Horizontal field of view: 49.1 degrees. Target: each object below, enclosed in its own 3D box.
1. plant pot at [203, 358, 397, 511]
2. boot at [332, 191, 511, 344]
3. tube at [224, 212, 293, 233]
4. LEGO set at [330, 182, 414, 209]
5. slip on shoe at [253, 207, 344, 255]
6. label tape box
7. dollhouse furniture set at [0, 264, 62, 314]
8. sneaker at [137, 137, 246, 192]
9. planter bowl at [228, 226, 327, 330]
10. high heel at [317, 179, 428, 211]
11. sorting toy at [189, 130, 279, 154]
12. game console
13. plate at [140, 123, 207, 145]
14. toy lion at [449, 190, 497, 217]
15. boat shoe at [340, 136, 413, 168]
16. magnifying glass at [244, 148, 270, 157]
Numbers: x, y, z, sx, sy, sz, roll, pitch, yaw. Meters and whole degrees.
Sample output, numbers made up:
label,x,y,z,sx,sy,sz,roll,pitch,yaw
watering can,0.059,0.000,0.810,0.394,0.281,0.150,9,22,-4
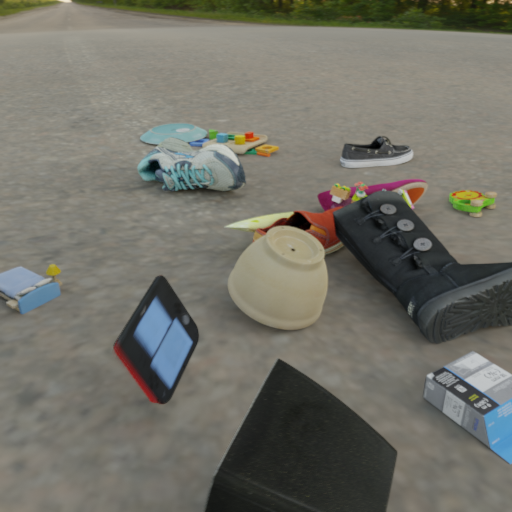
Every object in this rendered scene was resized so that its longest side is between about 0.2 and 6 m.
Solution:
label,x,y,z,sx,sy,sz,roll,pitch,yaw
plant pot,0.420,2.286,5.335,1.443,1.627,1.623,22,33,12
boot,3.175,-0.079,9.814,2.673,1.064,3.243,-10,34,-17
tube,0.225,-0.636,11.212,1.691,0.490,0.439,-8,58,-40
LEGO set,2.511,-1.063,11.497,1.037,0.839,2.255,-19,50,-22
slip on shoe,1.031,-0.506,11.050,2.737,0.837,1.014,-22,37,-32
label tape box,2.982,1.866,7.137,0.968,0.425,1.343,-17,33,-29
dollhouse furniture set,-4.431,0.236,9.451,1.593,1.101,1.688,21,34,33
sneaker,-1.641,-1.998,13.828,3.195,1.240,1.379,16,43,39
planter bowl,0.460,0.223,9.001,1.631,1.098,1.631,13,35,-9
high heel,2.677,-1.468,12.800,2.493,0.840,1.198,-17,44,-23
sorting toy,-0.626,-3.579,17.153,2.894,0.394,1.630,11,30,24
game console,-1.198,1.063,7.048,0.202,1.152,1.302,-6,37,25
plate,-2.663,-3.986,18.047,2.155,0.275,2.155,-2,25,1
toy lion,4.994,-1.300,13.162,1.090,0.374,1.045,-25,30,-38
boat shoe,3.433,-3.006,15.822,2.263,0.750,0.791,-7,29,-14
magnifying glass,-0.041,-3.070,16.631,1.005,0.113,0.400,18,33,29
